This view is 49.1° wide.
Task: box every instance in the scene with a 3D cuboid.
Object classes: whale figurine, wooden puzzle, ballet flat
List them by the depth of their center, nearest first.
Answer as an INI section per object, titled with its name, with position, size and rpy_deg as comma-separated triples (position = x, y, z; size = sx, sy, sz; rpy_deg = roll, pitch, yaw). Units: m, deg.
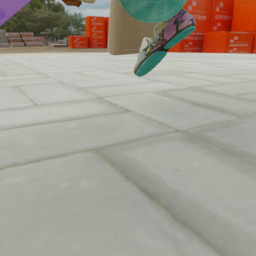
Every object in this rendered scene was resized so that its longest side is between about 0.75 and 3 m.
[whale figurine]
position = 0.716, -3.258, 6.773
size = 2.373, 1.548, 2.983
rpy_deg = -10, 30, 2
[ballet flat]
position = 0.945, -2.585, 8.461
size = 0.850, 0.875, 2.460
rpy_deg = -12, -20, -48
[wooden puzzle]
position = 0.433, -3.518, 9.422
size = 2.226, 2.059, 0.414
rpy_deg = -7, 38, -19

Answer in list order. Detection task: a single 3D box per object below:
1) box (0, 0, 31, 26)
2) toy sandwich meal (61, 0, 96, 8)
[box]
position = -1.786, -1.889, 3.393
size = 1.673, 0.478, 2.445
rpy_deg = 33, 73, 30
[toy sandwich meal]
position = -1.730, -3.492, 6.447
size = 2.375, 0.813, 2.375
rpy_deg = 33, 31, -23
